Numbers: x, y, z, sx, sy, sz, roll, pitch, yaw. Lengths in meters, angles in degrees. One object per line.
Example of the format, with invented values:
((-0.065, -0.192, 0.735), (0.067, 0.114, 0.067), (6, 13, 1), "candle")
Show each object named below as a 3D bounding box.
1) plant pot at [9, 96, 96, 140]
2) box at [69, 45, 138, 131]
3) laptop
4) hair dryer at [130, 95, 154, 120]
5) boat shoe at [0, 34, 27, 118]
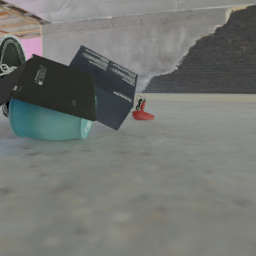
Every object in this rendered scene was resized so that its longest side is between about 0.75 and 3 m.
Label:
((-1.609, -0.423, 6.490), (1.542, 1.641, 1.641), (13, 10, 5), "plant pot")
((-0.841, -1.189, 8.044), (1.984, 1.033, 1.807), (26, 34, -12), "box")
((-2.045, -0.538, 6.012), (2.392, 1.386, 2.240), (16, 29, -18), "laptop")
((0.509, -0.715, 10.500), (0.971, 0.346, 1.275), (-37, 64, -15), "hair dryer")
((-3.930, -1.710, 9.440), (1.061, 2.875, 0.982), (4, 5, -27), "boat shoe")
